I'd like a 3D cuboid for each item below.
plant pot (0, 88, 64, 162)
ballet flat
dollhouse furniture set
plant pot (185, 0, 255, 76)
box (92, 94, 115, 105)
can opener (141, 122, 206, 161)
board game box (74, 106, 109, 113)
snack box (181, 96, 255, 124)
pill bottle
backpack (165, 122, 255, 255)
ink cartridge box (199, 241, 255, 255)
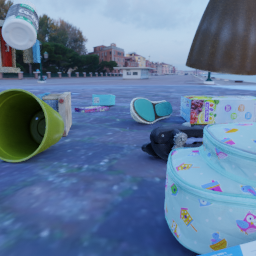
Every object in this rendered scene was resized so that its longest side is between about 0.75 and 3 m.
[{"bbox_3d":[-1.940,-0.028,5.658,1.329,1.329,1.280,2,-2,11],"label":"plant pot"},{"bbox_3d":[0.641,-0.537,9.582,0.880,0.880,2.535,7,9,35],"label":"ballet flat"},{"bbox_3d":[-2.722,-1.379,7.741,2.090,2.965,2.078,-1,11,-8],"label":"dollhouse furniture set"},{"bbox_3d":[3.249,-3.195,8.998,2.436,2.606,2.436,4,20,-1],"label":"plant pot"},{"bbox_3d":[-1.180,-1.416,14.131,0.877,0.524,2.132,1,6,4],"label":"box"},{"bbox_3d":[1.372,0.217,5.421,2.193,0.695,0.862,-4,10,-19],"label":"can opener"},{"bbox_3d":[-1.611,-0.843,12.526,1.339,0.216,0.804,-10,18,-43],"label":"board game box"},{"bbox_3d":[3.248,-0.659,9.612,2.598,0.879,2.191,2,10,2],"label":"snack box"},{"bbox_3d":[-2.554,-2.535,6.762,0.750,0.750,1.327,-2,46,-11],"label":"pill bottle"},{"bbox_3d":[1.071,0.546,2.623,1.468,1.126,1.291,-5,16,1],"label":"backpack"},{"bbox_3d":[0.902,1.083,1.396,0.792,0.457,1.092,-4,11,-19],"label":"ink cartridge box"}]
